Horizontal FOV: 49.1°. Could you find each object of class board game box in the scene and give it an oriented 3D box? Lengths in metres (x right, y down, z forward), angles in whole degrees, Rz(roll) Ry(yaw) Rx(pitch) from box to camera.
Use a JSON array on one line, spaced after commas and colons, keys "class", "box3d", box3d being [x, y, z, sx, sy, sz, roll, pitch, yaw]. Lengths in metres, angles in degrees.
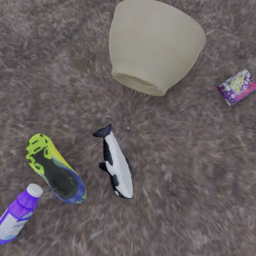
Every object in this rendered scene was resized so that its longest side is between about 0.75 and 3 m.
[{"class": "board game box", "box3d": [3.470, -1.295, 8.854, 1.247, 0.201, 0.748, -32, 88, -18]}]

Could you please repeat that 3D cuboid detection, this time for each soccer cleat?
[{"class": "soccer cleat", "box3d": [-2.053, 1.152, 7.876, 0.838, 1.084, 2.591, -42, 55, -8]}]

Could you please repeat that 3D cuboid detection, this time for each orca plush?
[{"class": "orca plush", "box3d": [-0.544, 1.010, 7.638, 0.772, 2.170, 1.142, -11, 34, 22]}]

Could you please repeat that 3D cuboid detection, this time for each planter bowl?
[{"class": "planter bowl", "box3d": [0.586, -2.064, 8.106, 2.765, 2.765, 1.861, 21, 86, 7]}]

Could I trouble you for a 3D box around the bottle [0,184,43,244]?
[{"class": "bottle", "box3d": [-2.837, 2.211, 7.276, 0.548, 0.701, 1.678, 39, 97, 14]}]
